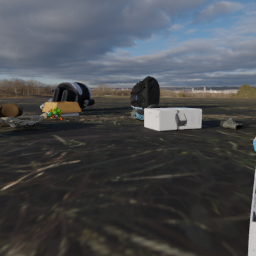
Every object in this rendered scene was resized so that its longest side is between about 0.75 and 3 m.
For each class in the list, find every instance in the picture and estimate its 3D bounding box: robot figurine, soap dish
[{"bbox_3d":[-3.252,-1.819,16.429,1.733,2.087,2.778,-34,-4,21],"label":"robot figurine"},{"bbox_3d":[-3.212,-0.943,13.550,1.318,0.681,1.676,-6,9,-37],"label":"soap dish"}]

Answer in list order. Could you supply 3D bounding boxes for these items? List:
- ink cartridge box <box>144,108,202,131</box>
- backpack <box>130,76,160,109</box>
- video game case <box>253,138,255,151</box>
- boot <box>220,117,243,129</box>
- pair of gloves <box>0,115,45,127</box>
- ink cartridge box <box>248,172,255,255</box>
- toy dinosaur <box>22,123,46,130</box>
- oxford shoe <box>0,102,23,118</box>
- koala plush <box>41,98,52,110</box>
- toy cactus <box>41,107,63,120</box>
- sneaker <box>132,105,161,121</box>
[{"bbox_3d":[1.409,-0.306,8.946,1.512,0.633,1.097,-3,8,-21],"label":"ink cartridge box"},{"bbox_3d":[1.012,-1.952,17.141,1.949,2.068,2.535,4,-2,-32],"label":"backpack"},{"bbox_3d":[3.901,0.011,6.040,1.997,0.248,2.790,-12,0,30],"label":"video game case"},{"bbox_3d":[3.438,-0.109,9.066,0.607,0.315,0.930,17,21,38],"label":"boot"},{"bbox_3d":[-3.781,-0.198,8.994,1.912,0.335,1.626,-3,3,-6],"label":"pair of gloves"},{"bbox_3d":[1.714,0.674,2.530,1.086,0.428,2.185,3,7,25],"label":"ink cartridge box"},{"bbox_3d":[-2.912,-0.044,8.757,0.751,0.178,0.331,-3,24,-10],"label":"toy dinosaur"},{"bbox_3d":[-5.300,-0.636,11.684,1.988,0.722,0.839,-4,17,19],"label":"oxford shoe"},{"bbox_3d":[-4.660,-1.275,16.242,0.844,0.775,0.748,-14,10,-11],"label":"koala plush"},{"bbox_3d":[-3.160,-0.512,11.502,0.930,0.576,1.127,-23,18,-19],"label":"toy cactus"},{"bbox_3d":[0.902,-0.553,11.503,1.616,0.591,0.662,-17,29,-41],"label":"sneaker"}]
